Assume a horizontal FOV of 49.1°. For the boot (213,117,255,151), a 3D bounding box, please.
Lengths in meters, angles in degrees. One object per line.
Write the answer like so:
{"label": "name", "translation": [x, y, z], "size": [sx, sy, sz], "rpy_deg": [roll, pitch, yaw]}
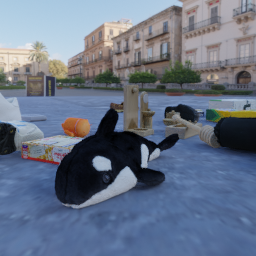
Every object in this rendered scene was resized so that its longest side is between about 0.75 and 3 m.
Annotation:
{"label": "boot", "translation": [2.396, 0.138, 4.809], "size": [1.824, 0.824, 2.226], "rpy_deg": [9, 5, 38]}

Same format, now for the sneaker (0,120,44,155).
{"label": "sneaker", "translation": [-2.109, 0.120, 4.956], "size": [0.595, 0.590, 1.641], "rpy_deg": [24, 0, 12]}

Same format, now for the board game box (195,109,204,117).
{"label": "board game box", "translation": [2.918, -0.682, 12.795], "size": [0.947, 0.242, 1.398], "rpy_deg": [1, 8, 9]}

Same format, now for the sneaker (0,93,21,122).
{"label": "sneaker", "translation": [-3.277, -0.494, 5.893], "size": [1.018, 1.197, 2.706], "rpy_deg": [-1, -7, 14]}

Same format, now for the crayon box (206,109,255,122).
{"label": "crayon box", "translation": [3.756, -0.417, 10.035], "size": [1.116, 0.458, 1.776], "rpy_deg": [-2, 9, -17]}

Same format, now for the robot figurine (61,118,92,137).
{"label": "robot figurine", "translation": [-1.320, -0.014, 7.168], "size": [0.826, 0.482, 0.594], "rpy_deg": [6, 1, 32]}

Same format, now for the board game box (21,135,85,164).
{"label": "board game box", "translation": [-1.089, 0.373, 4.994], "size": [1.271, 0.294, 0.963], "rpy_deg": [5, 9, 30]}

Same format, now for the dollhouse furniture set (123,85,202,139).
{"label": "dollhouse furniture set", "translation": [0.970, -0.491, 7.510], "size": [1.613, 1.314, 1.534], "rpy_deg": [6, 10, 35]}

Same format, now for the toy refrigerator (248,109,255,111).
{"label": "toy refrigerator", "translation": [5.041, -0.454, 10.401], "size": [1.289, 0.451, 0.489], "rpy_deg": [2, 8, 19]}

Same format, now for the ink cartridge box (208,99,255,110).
{"label": "ink cartridge box", "translation": [4.722, -0.920, 12.641], "size": [1.784, 0.741, 1.308], "rpy_deg": [-6, 10, -36]}

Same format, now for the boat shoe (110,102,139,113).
{"label": "boat shoe", "translation": [-0.176, -1.108, 14.730], "size": [1.631, 0.551, 0.587], "rpy_deg": [-3, 8, -19]}

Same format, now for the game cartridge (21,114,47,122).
{"label": "game cartridge", "translation": [-3.782, -0.401, 10.918], "size": [0.779, 0.239, 1.171], "rpy_deg": [-2, 7, -42]}

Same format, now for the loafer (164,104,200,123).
{"label": "loafer", "translation": [1.971, -0.468, 9.677], "size": [0.729, 0.734, 2.018], "rpy_deg": [2, 8, -17]}

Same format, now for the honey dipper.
{"label": "honey dipper", "translation": [1.554, -0.042, 6.673], "size": [0.387, 0.387, 2.036], "rpy_deg": [-2, 17, -17]}

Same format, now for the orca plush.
{"label": "orca plush", "translation": [-0.010, 0.192, 3.937], "size": [1.392, 0.941, 2.646], "rpy_deg": [7, 10, 40]}
